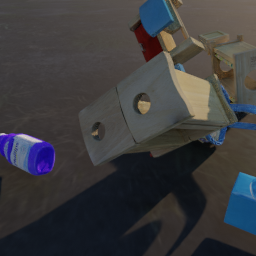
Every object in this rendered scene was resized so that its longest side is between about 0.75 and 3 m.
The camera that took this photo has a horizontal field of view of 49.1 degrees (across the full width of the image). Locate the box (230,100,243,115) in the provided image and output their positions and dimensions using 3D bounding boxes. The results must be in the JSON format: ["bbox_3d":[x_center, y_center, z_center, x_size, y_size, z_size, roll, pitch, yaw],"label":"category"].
[{"bbox_3d":[2.379,-0.841,8.073,2.111,0.521,1.686,-19,34,-29],"label":"box"}]

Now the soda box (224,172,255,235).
[{"bbox_3d":[2.396,1.308,3.958,1.845,0.626,0.592,17,34,26],"label":"soda box"}]

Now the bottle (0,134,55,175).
[{"bbox_3d":[-2.098,0.441,5.526,1.531,0.639,0.500,15,11,35],"label":"bottle"}]

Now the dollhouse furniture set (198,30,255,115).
[{"bbox_3d":[3.437,-1.734,7.258,2.385,1.499,2.697,-13,27,3],"label":"dollhouse furniture set"}]

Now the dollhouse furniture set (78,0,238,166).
[{"bbox_3d":[0.233,-0.969,5.021,1.903,2.716,1.914,-30,-19,34],"label":"dollhouse furniture set"}]

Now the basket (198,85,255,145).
[{"bbox_3d":[1.997,-0.248,6.036,1.745,1.213,1.538,3,-14,37],"label":"basket"}]
